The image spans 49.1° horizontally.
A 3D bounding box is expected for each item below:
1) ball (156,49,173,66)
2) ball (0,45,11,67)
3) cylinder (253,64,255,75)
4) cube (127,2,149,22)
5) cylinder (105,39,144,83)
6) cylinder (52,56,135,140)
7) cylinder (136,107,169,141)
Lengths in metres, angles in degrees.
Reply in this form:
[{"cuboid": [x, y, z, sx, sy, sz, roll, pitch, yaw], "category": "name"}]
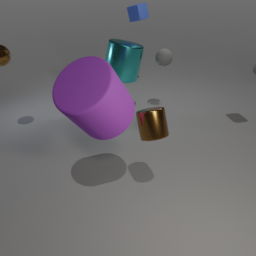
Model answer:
[{"cuboid": [1.476, -2.885, 11.450, 0.700, 0.700, 0.700, 0, 29, 0], "category": "ball"}, {"cuboid": [-4.177, -2.352, 9.084, 0.700, 0.700, 0.700, 0, 29, 0], "category": "ball"}, {"cuboid": [4.952, -2.003, 9.975, 0.700, 0.700, 0.700, -7, 48, -12], "category": "cylinder"}, {"cuboid": [0.483, -5.587, 13.528, 0.700, 0.700, 0.700, 10, 34, 43], "category": "cube"}, {"cuboid": [-0.191, -2.653, 11.048, 1.400, 1.400, 1.400, 10, 24, -5], "category": "cylinder"}, {"cuboid": [-0.714, -0.619, 6.245, 1.400, 1.400, 1.400, -9, 63, 18], "category": "cylinder"}, {"cuboid": [0.587, -0.107, 6.747, 0.700, 0.700, 0.700, -11, 10, 2], "category": "cylinder"}]
